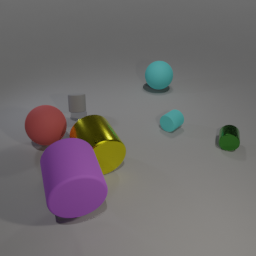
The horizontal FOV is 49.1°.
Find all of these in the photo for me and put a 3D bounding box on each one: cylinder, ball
[{"bbox_3d":[-1.348,1.197,6.837,1.400,1.400,1.400,-11,39,-17],"label":"cylinder"},{"bbox_3d":[1.542,-2.628,13.948,1.400,1.400,1.400,0,31,0],"label":"ball"},{"bbox_3d":[-2.073,-1.030,11.398,0.700,0.700,0.700,-1,14,0],"label":"cylinder"},{"bbox_3d":[3.594,0.348,9.941,0.700,0.700,0.700,9,32,15],"label":"cylinder"},{"bbox_3d":[-2.837,-0.097,9.700,1.400,1.400,1.400,0,31,0],"label":"ball"},{"bbox_3d":[1.725,-0.289,10.989,0.700,0.700,0.700,25,39,35],"label":"cylinder"},{"bbox_3d":[-0.969,0.521,8.805,1.400,1.400,1.400,-14,42,-22],"label":"cylinder"}]
